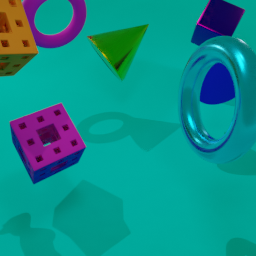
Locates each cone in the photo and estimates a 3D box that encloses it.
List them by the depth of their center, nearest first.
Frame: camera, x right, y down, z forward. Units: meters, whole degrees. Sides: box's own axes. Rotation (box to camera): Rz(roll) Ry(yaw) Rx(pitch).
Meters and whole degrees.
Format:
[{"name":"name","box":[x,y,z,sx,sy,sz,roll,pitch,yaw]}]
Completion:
[{"name":"cone","box":[2.175,-1.657,7.260,1.501,1.501,1.507,-7,47,-8]},{"name":"cone","box":[-0.035,-2.389,7.803,1.587,1.581,1.581,-39,49,1]}]

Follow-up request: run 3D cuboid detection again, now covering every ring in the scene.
[{"name":"ring","box":[1.236,-0.380,3.993,0.356,1.781,1.781,-2,41,-18]},{"name":"ring","box":[-1.996,-3.012,7.621,1.907,1.907,0.381,-24,60,-24]}]

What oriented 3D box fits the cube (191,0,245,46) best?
[{"name":"cube","box":[2.963,-3.390,9.384,1.176,1.176,1.176,28,81,8]}]

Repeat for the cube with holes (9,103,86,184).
[{"name":"cube with holes","box":[-1.643,0.332,5.703,1.052,1.052,1.052,-25,76,-27]}]

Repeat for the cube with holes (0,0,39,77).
[{"name":"cube with holes","box":[-2.534,-1.627,5.031,1.126,1.126,1.126,-19,-1,44]}]
